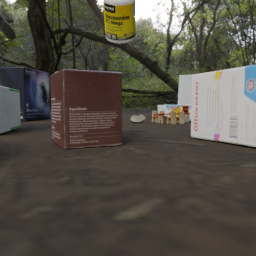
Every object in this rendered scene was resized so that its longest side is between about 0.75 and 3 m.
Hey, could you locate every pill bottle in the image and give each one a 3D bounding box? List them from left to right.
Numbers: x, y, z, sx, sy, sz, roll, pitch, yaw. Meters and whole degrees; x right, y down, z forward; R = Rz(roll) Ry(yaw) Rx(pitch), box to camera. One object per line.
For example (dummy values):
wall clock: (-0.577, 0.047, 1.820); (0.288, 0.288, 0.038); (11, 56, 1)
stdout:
pill bottle: (-0.234, -3.336, 7.992); (0.921, 1.638, 0.921); (-1, 43, 1)

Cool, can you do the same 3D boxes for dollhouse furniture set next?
dollhouse furniture set: (1.763, -0.546, 10.998); (1.325, 0.690, 1.339); (-2, 5, -28)

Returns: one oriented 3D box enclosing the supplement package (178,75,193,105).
supplement package: (4.261, -1.614, 14.241); (2.132, 2.148, 2.831); (-3, 9, -30)

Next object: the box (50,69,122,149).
box: (-0.756, -0.335, 4.929); (1.023, 1.246, 1.034); (-2, 6, -25)

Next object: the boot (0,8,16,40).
boot: (-4.141, -3.621, 9.658); (0.369, 1.090, 0.712); (-28, 20, 26)

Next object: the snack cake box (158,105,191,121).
snack cake box: (2.512, -0.686, 12.568); (2.136, 0.718, 1.228); (-1, 3, -10)

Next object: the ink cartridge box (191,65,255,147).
ink cartridge box: (2.192, -0.419, 5.375); (1.289, 1.323, 2.059); (-2, 6, -25)

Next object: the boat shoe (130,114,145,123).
boat shoe: (0.353, -0.304, 11.190); (0.310, 0.359, 0.988); (-47, -15, 29)

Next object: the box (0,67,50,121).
box: (-4.745, -1.521, 12.927); (1.440, 2.317, 2.336); (1, 5, 11)

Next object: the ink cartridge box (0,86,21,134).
ink cartridge box: (-4.346, -0.464, 6.998); (2.743, 1.153, 2.002); (0, 5, -6)
